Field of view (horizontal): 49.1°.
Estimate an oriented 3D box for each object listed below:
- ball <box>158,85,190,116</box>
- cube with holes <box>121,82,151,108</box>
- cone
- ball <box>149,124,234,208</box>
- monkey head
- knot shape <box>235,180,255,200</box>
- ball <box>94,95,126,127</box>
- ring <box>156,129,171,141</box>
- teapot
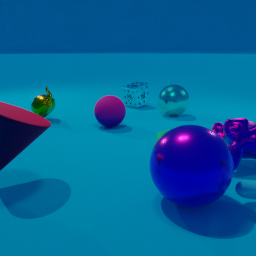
[{"bbox_3d":[1.584,-0.964,9.725,1.080,1.080,1.080,0,16,0],"label":"ball"},{"bbox_3d":[0.337,-1.347,11.265,0.781,0.781,0.781,-28,28,-36],"label":"cube with holes"},{"bbox_3d":[-2.109,0.294,4.767,1.214,1.219,1.214,22,5,-2],"label":"cone"},{"bbox_3d":[0.952,0.569,4.273,1.245,1.245,1.245,0,16,0],"label":"ball"},{"bbox_3d":[2.281,0.372,5.645,1.571,1.130,0.947,35,-3,28],"label":"monkey head"},{"bbox_3d":[2.198,0.964,3.890,1.160,0.536,1.085,-7,18,-4],"label":"knot shape"},{"bbox_3d":[-0.538,-0.499,8.396,0.947,0.947,0.947,0,16,0],"label":"ball"},{"bbox_3d":[1.276,0.270,7.085,1.127,0.225,1.127,0,16,0],"label":"ring"},{"bbox_3d":[-2.799,-0.787,9.167,0.652,1.332,0.828,43,28,4],"label":"teapot"}]
